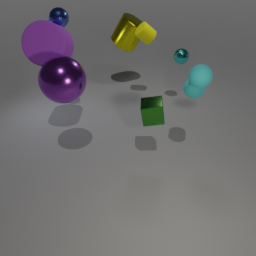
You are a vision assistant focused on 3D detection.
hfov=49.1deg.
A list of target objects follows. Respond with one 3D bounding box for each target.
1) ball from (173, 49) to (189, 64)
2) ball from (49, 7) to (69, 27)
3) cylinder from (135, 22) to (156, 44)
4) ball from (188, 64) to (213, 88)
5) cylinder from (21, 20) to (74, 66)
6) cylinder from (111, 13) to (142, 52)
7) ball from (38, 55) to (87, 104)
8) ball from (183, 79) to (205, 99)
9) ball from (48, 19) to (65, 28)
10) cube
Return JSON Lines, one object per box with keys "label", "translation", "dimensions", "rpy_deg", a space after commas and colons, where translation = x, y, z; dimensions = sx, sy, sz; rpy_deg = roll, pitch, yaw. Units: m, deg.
{"label": "ball", "translation": [2.409, -3.238, 12.685], "dimensions": [0.700, 0.700, 0.700], "rpy_deg": [0, 31, 0]}
{"label": "ball", "translation": [-2.476, -3.955, 10.050], "dimensions": [0.700, 0.700, 0.700], "rpy_deg": [0, 31, 0]}
{"label": "cylinder", "translation": [0.782, -4.201, 12.413], "dimensions": [0.700, 0.700, 0.700], "rpy_deg": [31, 18, -29]}
{"label": "ball", "translation": [2.146, -1.529, 8.296], "dimensions": [0.700, 0.700, 0.700], "rpy_deg": [0, 31, 0]}
{"label": "cylinder", "translation": [-2.633, -2.796, 9.389], "dimensions": [1.400, 1.400, 1.400], "rpy_deg": [0, 14, 0]}
{"label": "cylinder", "translation": [0.035, -4.856, 14.295], "dimensions": [1.400, 1.400, 1.400], "rpy_deg": [24, 36, -19]}
{"label": "ball", "translation": [-1.937, -1.425, 8.295], "dimensions": [1.400, 1.400, 1.400], "rpy_deg": [0, 31, 0]}
{"label": "ball", "translation": [2.187, -1.321, 9.245], "dimensions": [0.700, 0.700, 0.700], "rpy_deg": [0, 31, 0]}
{"label": "ball", "translation": [-2.920, -4.276, 11.447], "dimensions": [0.700, 0.700, 0.700], "rpy_deg": [0, 31, 0]}
{"label": "cube", "translation": [0.797, -0.551, 9.081], "dimensions": [0.700, 0.700, 0.700], "rpy_deg": [-6, 35, 8]}
